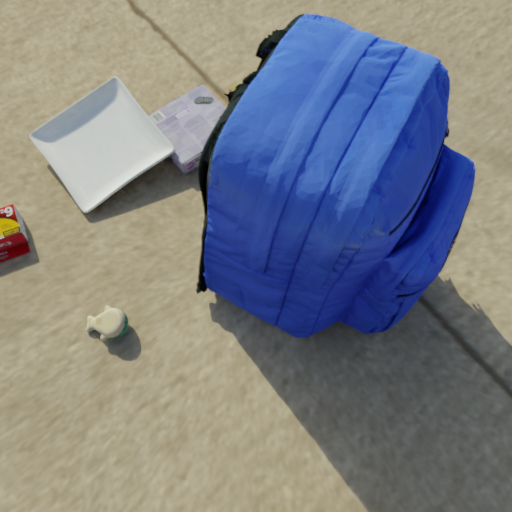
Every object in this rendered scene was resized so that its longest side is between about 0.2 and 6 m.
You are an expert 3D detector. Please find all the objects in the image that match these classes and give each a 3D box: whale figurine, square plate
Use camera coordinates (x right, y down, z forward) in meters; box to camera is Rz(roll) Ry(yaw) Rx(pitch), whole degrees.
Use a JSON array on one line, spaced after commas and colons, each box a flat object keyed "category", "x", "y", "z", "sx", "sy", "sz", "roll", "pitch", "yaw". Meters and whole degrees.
[{"category": "whale figurine", "x": -2.654, "y": 1.225, "z": 10.037, "sx": 0.812, "sy": 0.421, "sz": 0.646, "roll": -7, "pitch": 69, "yaw": 23}, {"category": "square plate", "x": -3.185, "y": -2.307, "z": 11.630, "sx": 2.245, "sy": 0.322, "sz": 2.267, "roll": -37, "pitch": 75, "yaw": -7}]

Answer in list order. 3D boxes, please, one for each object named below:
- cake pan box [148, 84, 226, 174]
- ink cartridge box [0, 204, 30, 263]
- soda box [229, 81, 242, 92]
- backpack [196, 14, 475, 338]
[{"category": "cake pan box", "x": -1.360, "y": -2.725, "z": 12.027, "sx": 1.712, "sy": 0.448, "sz": 1.577, "roll": -36, "pitch": 66, "yaw": -17}, {"category": "ink cartridge box", "x": -5.024, "y": -0.359, "z": 10.782, "sx": 1.071, "sy": 0.449, "sz": 0.940, "roll": -22, "pitch": 65, "yaw": -12}, {"category": "soda box", "x": 0.587, "y": -3.781, "z": 12.357, "sx": 2.456, "sy": 0.832, "sz": 0.786, "roll": -38, "pitch": 69, "yaw": -18}, {"category": "backpack", "x": 1.306, "y": -1.121, "z": 8.793, "sx": 3.904, "sy": 4.652, "sz": 3.780, "roll": 21, "pitch": 63, "yaw": 11}]
